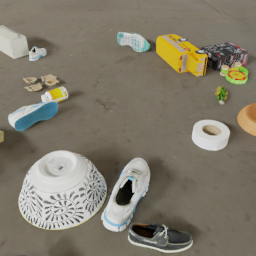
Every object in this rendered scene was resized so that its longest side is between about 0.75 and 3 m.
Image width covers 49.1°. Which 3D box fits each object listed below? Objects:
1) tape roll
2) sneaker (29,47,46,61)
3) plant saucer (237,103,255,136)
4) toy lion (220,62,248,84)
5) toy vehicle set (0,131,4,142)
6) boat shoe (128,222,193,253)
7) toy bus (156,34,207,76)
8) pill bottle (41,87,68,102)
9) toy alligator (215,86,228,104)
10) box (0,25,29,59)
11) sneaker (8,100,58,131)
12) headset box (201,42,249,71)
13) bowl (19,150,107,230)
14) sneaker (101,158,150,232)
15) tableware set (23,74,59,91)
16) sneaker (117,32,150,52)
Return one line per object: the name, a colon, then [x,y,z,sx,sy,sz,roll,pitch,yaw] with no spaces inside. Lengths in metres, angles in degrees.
tape roll: [2.394,0.195,8.123,1.033,0.361,1.033,0,36,0]
sneaker: [-4.219,-3.576,13.095,0.452,0.522,1.205,7,36,12]
plant saucer: [4.363,-0.307,8.721,1.763,0.330,1.763,-4,37,3]
toy lion: [4.420,-2.184,11.389,1.168,0.401,1.120,-18,47,-23]
toy vehicle set: [-4.518,0.397,7.184,1.423,0.304,2.290,8,15,9]
boat shoe: [0.638,2.112,5.495,1.277,0.432,0.458,6,36,5]
toy bus: [2.297,-3.205,12.226,1.122,0.933,2.865,-11,38,-14]
pill bottle: [-2.569,-1.116,9.809,0.845,0.462,0.462,-25,43,-31]
toy alligator: [3.276,-1.117,9.950,0.404,0.293,1.219,38,41,-4]
box: [-5.785,-4.191,13.560,0.807,0.970,2.360,-30,47,-35]
sneaker: [-2.977,-0.512,8.880,1.618,0.619,0.653,-29,44,-36]
headset box: [4.328,-3.205,12.444,1.759,0.679,1.309,-13,40,-18]
bowl: [-1.509,1.144,6.351,2.033,0.954,2.033,1,36,-1]
sneaker: [0.088,1.261,6.198,0.746,0.862,1.989,20,40,7]
tableware set: [-3.390,-1.808,10.950,1.397,0.162,1.167,-20,38,-25]
sneaker: [0.438,-4.443,14.071,0.967,0.822,2.120,-25,44,-35]
